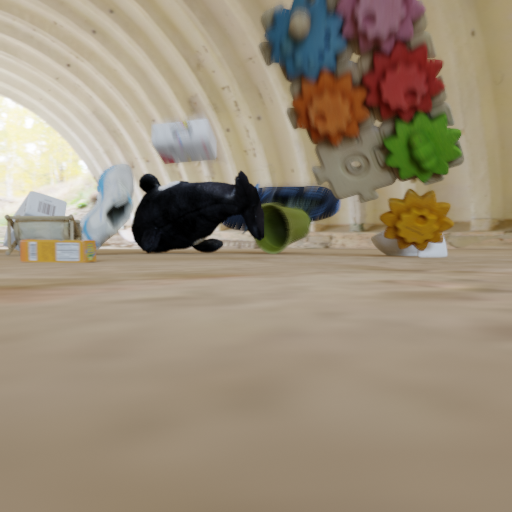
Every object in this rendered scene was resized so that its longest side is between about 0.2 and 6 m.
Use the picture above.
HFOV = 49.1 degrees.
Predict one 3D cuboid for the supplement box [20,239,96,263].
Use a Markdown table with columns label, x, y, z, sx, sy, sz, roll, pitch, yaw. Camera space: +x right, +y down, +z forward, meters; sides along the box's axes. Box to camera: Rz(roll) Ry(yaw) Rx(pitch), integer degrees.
| label | x | y | z | sx | sy | sz | roll | pitch | yaw |
| --- | --- | --- | --- | --- | --- | --- | --- | --- | --- |
| supplement box | -1.893 | -0.043 | 5.358 | 0.698 | 0.240 | 0.232 | 3 | 4 | 14 |

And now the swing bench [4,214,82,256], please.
| label | x | y | z | sx | sy | sz | roll | pitch | yaw |
| --- | --- | --- | --- | --- | --- | --- | --- | --- | --- |
| swing bench | -3.459 | -0.321 | 9.201 | 1.034 | 0.675 | 1.040 | 0 | 0 | -10 |

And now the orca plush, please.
| label | x | y | z | sx | sy | sz | roll | pitch | yaw |
| --- | --- | --- | --- | --- | --- | --- | --- | --- | --- |
| orca plush | -1.652 | -0.454 | 12.132 | 4.506 | 1.602 | 2.371 | 6 | -40 | 42 |

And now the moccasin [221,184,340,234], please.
| label | x | y | z | sx | sy | sz | roll | pitch | yaw |
| --- | --- | --- | --- | --- | --- | --- | --- | --- | --- |
| moccasin | 0.433 | -1.235 | 12.955 | 2.899 | 1.167 | 0.989 | -11 | -3 | 16 |

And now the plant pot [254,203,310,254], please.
| label | x | y | z | sx | sy | sz | roll | pitch | yaw |
| --- | --- | --- | --- | --- | --- | --- | --- | --- | --- |
| plant pot | 0.622 | -0.642 | 11.968 | 1.068 | 1.068 | 1.014 | 1 | 10 | 41 |

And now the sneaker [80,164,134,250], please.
| label | x | y | z | sx | sy | sz | roll | pitch | yaw |
| --- | --- | --- | --- | --- | --- | --- | --- | --- | --- |
| sneaker | -2.531 | -0.999 | 10.338 | 0.870 | 2.009 | 0.753 | -19 | -46 | 31 |

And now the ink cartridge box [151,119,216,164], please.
| label | x | y | z | sx | sy | sz | roll | pitch | yaw |
| --- | --- | --- | --- | --- | --- | --- | --- | --- | --- |
| ink cartridge box | -1.449 | -2.311 | 11.385 | 1.145 | 0.490 | 0.845 | -5 | -22 | 8 |

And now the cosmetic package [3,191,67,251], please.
| label | x | y | z | sx | sy | sz | roll | pitch | yaw |
| --- | --- | --- | --- | --- | --- | --- | --- | --- | --- |
| cosmetic package | -3.946 | -0.560 | 9.968 | 0.685 | 0.499 | 1.347 | 20 | -35 | -34 |

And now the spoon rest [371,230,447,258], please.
| label | x | y | z | sx | sy | sz | roll | pitch | yaw |
| --- | --- | --- | --- | --- | --- | --- | --- | --- | --- |
| spoon rest | 2.492 | -0.298 | 8.945 | 1.052 | 0.642 | 2.117 | 0 | 2 | -2 |

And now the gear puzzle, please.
| label | x | y | z | sx | sy | sz | roll | pitch | yaw |
| --- | --- | --- | --- | --- | --- | --- | --- | --- | --- |
| gear puzzle | 1.446 | -1.439 | 6.804 | 1.914 | 3.695 | 0.484 | -14 | 32 | 23 |
